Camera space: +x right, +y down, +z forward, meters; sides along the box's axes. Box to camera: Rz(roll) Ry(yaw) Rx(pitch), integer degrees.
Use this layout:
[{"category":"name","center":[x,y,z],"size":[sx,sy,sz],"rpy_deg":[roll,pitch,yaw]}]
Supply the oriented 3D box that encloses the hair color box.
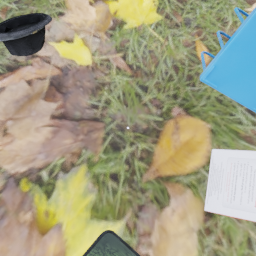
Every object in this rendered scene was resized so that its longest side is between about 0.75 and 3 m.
[{"category":"hair color box","center":[2.479,1.037,4.717],"size":[2.154,0.689,1.195],"rpy_deg":[0,74,45]}]

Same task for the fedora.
[{"category":"fedora","center":[-2.408,-2.133,6.544],"size":[1.493,0.682,1.493],"rpy_deg":[-5,39,4]}]

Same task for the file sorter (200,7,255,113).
[{"category":"file sorter","center":[2.781,-1.773,5.459],"size":[1.673,2.411,1.479],"rpy_deg":[27,37,-11]}]

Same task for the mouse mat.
[{"category":"mouse mat","center":[-0.109,2.281,3.507],"size":[1.639,0.062,1.319],"rpy_deg":[44,75,-7]}]
